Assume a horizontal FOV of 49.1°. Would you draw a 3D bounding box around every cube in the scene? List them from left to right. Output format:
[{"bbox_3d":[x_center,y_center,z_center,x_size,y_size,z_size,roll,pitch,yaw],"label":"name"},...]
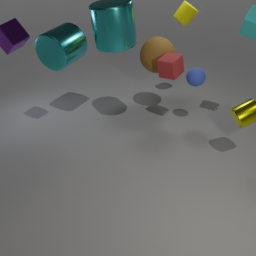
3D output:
[{"bbox_3d":[-3.666,-2.866,8.794,0.700,0.700,0.700,-20,23,49],"label":"cube"},{"bbox_3d":[1.563,-2.264,10.246,0.700,0.700,0.700,19,48,36],"label":"cube"},{"bbox_3d":[4.172,-3.410,9.119,0.700,0.700,0.700,28,73,18],"label":"cube"}]

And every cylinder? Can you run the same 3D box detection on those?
[{"bbox_3d":[-2.476,-3.044,10.488,1.400,1.400,1.400,15,42,24],"label":"cylinder"},{"bbox_3d":[-0.467,-3.377,9.170,1.400,1.400,1.400,-6,36,4],"label":"cylinder"},{"bbox_3d":[2.307,-4.567,11.193,0.700,0.700,0.700,29,29,-18],"label":"cylinder"},{"bbox_3d":[3.608,-0.434,8.540,0.700,0.700,0.700,-29,31,8],"label":"cylinder"}]

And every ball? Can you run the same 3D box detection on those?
[{"bbox_3d":[1.175,-2.912,11.198,1.400,1.400,1.400,0,31,0],"label":"ball"},{"bbox_3d":[2.517,-1.889,10.376,0.700,0.700,0.700,0,31,0],"label":"ball"}]
